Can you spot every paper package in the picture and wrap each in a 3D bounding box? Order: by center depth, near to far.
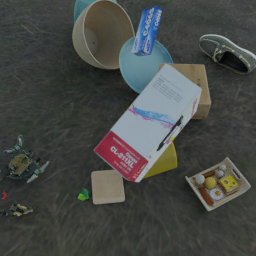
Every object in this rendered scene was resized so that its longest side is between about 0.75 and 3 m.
[{"bbox_3d":[2.100,-1.416,10.909,1.943,1.055,2.039,2,57,-3],"label":"paper package"}]

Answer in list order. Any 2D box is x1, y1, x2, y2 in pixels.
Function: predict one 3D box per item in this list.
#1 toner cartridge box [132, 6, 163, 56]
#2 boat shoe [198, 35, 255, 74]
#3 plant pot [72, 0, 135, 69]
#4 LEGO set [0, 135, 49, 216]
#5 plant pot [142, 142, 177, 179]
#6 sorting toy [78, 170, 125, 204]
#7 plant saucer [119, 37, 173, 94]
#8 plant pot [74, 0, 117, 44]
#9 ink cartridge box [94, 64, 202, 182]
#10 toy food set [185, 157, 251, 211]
[{"bbox_3d":[0.645,-3.265,9.518,0.339,0.746,1.570,16,89,-33],"label":"toner cartridge box"},{"bbox_3d":[4.340,-3.300,12.528,2.816,1.006,0.842,33,54,18],"label":"boat shoe"},{"bbox_3d":[-1.331,-3.890,12.253,1.872,2.789,2.789,3,43,47],"label":"plant pot"},{"bbox_3d":[-3.480,1.571,9.101,1.697,0.741,2.613,8,66,9],"label":"LEGO set"},{"bbox_3d":[0.775,0.615,9.316,1.450,1.279,1.450,-16,55,-12],"label":"plant pot"},{"bbox_3d":[-0.880,1.907,8.982,1.456,0.214,1.076,-4,57,-7],"label":"sorting toy"},{"bbox_3d":[0.756,-2.514,11.605,2.596,0.356,2.596,5,78,-24],"label":"plant saucer"},{"bbox_3d":[-1.533,-5.558,13.685,2.438,1.957,2.438,0,53,0],"label":"plant pot"},{"bbox_3d":[0.562,-0.004,6.790,1.050,1.848,2.536,39,87,15],"label":"ink cartridge box"},{"bbox_3d":[2.850,1.733,8.924,1.710,0.517,1.227,-21,55,-16],"label":"toy food set"}]
